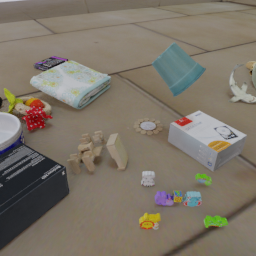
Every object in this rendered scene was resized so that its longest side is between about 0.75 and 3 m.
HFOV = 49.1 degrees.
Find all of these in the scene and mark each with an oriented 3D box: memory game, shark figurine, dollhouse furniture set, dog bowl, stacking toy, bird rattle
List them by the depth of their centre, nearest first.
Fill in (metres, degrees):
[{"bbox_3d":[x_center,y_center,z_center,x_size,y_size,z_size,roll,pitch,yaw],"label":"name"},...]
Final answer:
[{"bbox_3d":[1.195,1.689,6.567,1.889,0.444,1.424,2,36,-1],"label":"stacking toy"},{"bbox_3d":[-0.772,0.754,7.841,1.333,0.868,1.225,-13,29,20],"label":"dollhouse furniture set"},{"bbox_3d":[-4.091,0.355,8.173,1.975,0.778,1.975,0,34,0],"label":"dog bowl"},{"bbox_3d":[0.684,-0.055,9.430,1.007,0.064,1.007,1,34,0],"label":"memory game"},{"bbox_3d":[-3.344,-0.733,9.687,1.968,1.109,1.605,15,21,17],"label":"bird rattle"},{"bbox_3d":[4.315,-1.635,11.117,1.057,1.769,0.738,-22,-12,17],"label":"shark figurine"}]

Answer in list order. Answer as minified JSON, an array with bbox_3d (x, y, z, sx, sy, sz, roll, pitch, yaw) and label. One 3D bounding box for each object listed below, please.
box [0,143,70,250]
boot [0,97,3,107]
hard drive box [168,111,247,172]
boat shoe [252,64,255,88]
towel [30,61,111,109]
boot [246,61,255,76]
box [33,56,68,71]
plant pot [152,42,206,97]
[{"bbox_3d":[-2.778,1.512,6.314,1.679,0.938,2.379,20,38,32],"label":"box"},{"bbox_3d":[-5.492,-0.875,10.204,1.093,0.550,1.461,22,40,30],"label":"boot"},{"bbox_3d":[2.303,0.314,8.326,1.380,0.680,1.771,-23,40,-32],"label":"hard drive box"},{"bbox_3d":[5.836,-1.698,11.094,0.869,1.029,2.886,1,41,-4],"label":"boat shoe"},{"bbox_3d":[-2.166,-1.817,11.283,2.247,0.632,2.625,24,37,16],"label":"towel"},{"bbox_3d":[5.893,-2.771,13.181,0.868,0.406,1.116,-24,44,-31],"label":"boot"},{"bbox_3d":[-3.817,-3.200,13.941,1.005,0.254,1.406,19,37,27],"label":"box"},{"bbox_3d":[1.286,-1.607,7.507,1.095,1.118,1.118,46,40,-6],"label":"plant pot"}]
